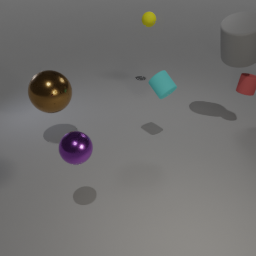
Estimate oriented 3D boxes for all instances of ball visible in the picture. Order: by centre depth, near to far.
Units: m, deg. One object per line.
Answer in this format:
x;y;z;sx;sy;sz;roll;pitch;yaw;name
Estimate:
-1.079;0.411;5.798;0.700;0.700;0.700;0;30;0;ball
-2.538;-1.182;9.172;1.400;1.400;1.400;0;30;0;ball
1.011;-5.246;13.536;0.700;0.700;0.700;0;30;0;ball

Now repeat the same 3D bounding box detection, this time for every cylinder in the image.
1.159;-1.443;9.383;0.700;0.700;0.700;-26;77;-38;cylinder
4.018;-3.118;9.931;1.400;1.400;1.400;-10;49;11;cylinder
4.657;-1.705;10.906;0.700;0.700;0.700;8;26;-4;cylinder
